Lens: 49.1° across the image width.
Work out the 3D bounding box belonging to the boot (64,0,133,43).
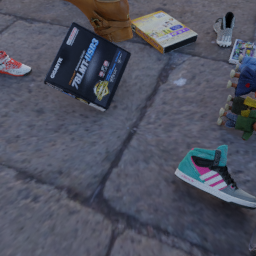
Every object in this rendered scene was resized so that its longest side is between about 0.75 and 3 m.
[{"bbox_3d":[-1.224,-4.000,9.584,2.863,2.223,1.098,4,51,25],"label":"boot"}]

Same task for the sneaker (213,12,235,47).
[{"bbox_3d":[4.159,-4.439,11.812,0.766,1.180,2.043,4,49,3],"label":"sneaker"}]

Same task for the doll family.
[{"bbox_3d":[3.851,-1.024,8.332,1.621,2.805,1.101,17,12,32],"label":"doll family"}]

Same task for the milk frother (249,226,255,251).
[{"bbox_3d":[4.234,1.751,5.180,2.662,2.554,2.830,28,73,22],"label":"milk frother"}]

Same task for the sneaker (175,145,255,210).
[{"bbox_3d":[2.313,1.043,6.882,2.039,0.852,1.231,24,95,17],"label":"sneaker"}]

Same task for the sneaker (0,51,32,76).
[{"bbox_3d":[-4.311,-2.367,10.238,1.454,0.779,0.486,7,49,6],"label":"sneaker"}]

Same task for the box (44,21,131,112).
[{"bbox_3d":[-1.238,-1.902,8.868,2.120,0.531,2.136,26,77,-16],"label":"box"}]

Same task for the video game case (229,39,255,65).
[{"bbox_3d":[4.887,-2.927,11.146,1.449,0.183,1.590,18,52,15],"label":"video game case"}]

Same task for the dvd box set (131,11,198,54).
[{"bbox_3d":[1.488,-4.215,12.157,1.851,0.372,2.530,-26,54,-22],"label":"dvd box set"}]
